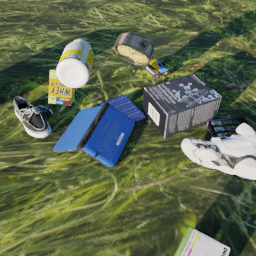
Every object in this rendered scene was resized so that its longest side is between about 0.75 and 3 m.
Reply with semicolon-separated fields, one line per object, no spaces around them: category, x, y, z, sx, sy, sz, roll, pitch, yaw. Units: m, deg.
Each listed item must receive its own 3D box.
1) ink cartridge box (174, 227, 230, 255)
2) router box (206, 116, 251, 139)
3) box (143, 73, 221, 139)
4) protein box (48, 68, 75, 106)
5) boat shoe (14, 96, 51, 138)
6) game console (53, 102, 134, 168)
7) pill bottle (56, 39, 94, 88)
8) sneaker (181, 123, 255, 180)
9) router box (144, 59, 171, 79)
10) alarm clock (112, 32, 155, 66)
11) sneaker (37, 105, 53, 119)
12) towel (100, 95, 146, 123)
ink cartridge box;2.238;3.903;7.075;2.323;0.880;1.717;22;49;23
router box;4.146;0.104;11.317;1.586;0.405;1.183;-5;44;-5
box;2.189;-0.981;11.737;2.573;1.378;1.910;-19;47;-18
protein box;-2.306;-1.485;9.915;0.779;1.147;1.155;6;15;-7
boat shoe;-4.043;-0.544;11.667;0.913;0.845;2.473;-26;50;-25
game console;-1.296;0.324;11.166;2.182;1.512;2.556;35;50;-9
pill bottle;-1.461;-1.921;8.042;0.894;0.894;1.595;1;41;1
sneaker;3.493;0.630;10.106;2.943;1.106;1.691;19;60;11
router box;1.547;-3.128;14.703;0.927;0.317;1.243;-21;48;-20
alarm clock;0.358;-3.085;10.746;1.526;2.263;0.753;27;83;-24
sneaker;-3.740;-0.686;12.190;0.846;0.319;0.481;19;45;15
towel;-0.240;-0.790;12.376;1.368;0.225;1.890;-22;48;-22
